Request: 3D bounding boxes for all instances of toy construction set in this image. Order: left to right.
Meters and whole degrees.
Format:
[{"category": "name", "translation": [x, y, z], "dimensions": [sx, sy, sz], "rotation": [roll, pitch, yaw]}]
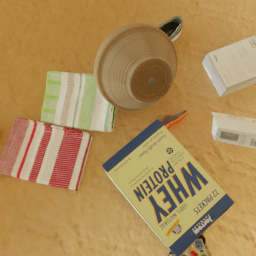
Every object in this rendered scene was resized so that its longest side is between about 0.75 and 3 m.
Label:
[{"category": "toy construction set", "translation": [2.076, 3.944, 8.174], "dimensions": [1.403, 1.683, 1.293], "rotation": [-39, 83, -2]}]

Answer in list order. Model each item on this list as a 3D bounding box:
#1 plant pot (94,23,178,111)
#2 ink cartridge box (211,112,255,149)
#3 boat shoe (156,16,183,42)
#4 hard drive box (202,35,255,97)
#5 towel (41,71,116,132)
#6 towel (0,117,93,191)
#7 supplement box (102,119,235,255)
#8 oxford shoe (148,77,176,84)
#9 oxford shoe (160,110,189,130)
[{"category": "plant pot", "translation": [0.447, -1.641, 8.527], "dimensions": [2.785, 2.785, 1.286], "rotation": [-26, 35, -7]}, {"category": "ink cartridge box", "translation": [3.136, 0.034, 7.945], "dimensions": [1.484, 1.854, 0.438], "rotation": [10, 107, 8]}, {"category": "boat shoe", "translation": [0.979, -3.296, 10.493], "dimensions": [0.975, 0.959, 2.704], "rotation": [43, 78, 11]}, {"category": "hard drive box", "translation": [4.028, -2.280, 10.304], "dimensions": [1.990, 0.764, 1.551], "rotation": [-21, 75, -6]}, {"category": "towel", "translation": [-1.703, -0.968, 9.797], "dimensions": [2.654, 0.407, 1.980], "rotation": [7, 85, 9]}, {"category": "towel", "translation": [-2.848, 0.860, 9.657], "dimensions": [2.862, 0.326, 2.062], "rotation": [12, 75, 3]}, {"category": "supplement box", "translation": [0.948, 1.731, 8.079], "dimensions": [1.912, 2.845, 2.848], "rotation": [-40, 78, -10]}, {"category": "oxford shoe", "translation": [0.533, -1.470, 10.110], "dimensions": [2.394, 0.847, 0.884], "rotation": [-6, 80, 8]}, {"category": "oxford shoe", "translation": [1.554, -0.338, 9.934], "dimensions": [1.286, 0.459, 0.469], "rotation": [-31, 72, -8]}]
